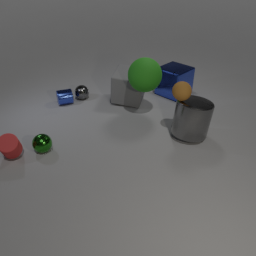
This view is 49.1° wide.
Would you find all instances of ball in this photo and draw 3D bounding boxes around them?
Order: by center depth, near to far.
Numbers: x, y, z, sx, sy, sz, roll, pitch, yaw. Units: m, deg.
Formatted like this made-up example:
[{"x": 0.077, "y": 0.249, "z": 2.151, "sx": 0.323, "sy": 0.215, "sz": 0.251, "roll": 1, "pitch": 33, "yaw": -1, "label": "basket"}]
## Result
[{"x": 1.940, "y": -1.328, "z": 10.085, "sx": 0.700, "sy": 0.700, "sz": 0.700, "roll": 0, "pitch": 32, "yaw": 0, "label": "ball"}, {"x": -3.094, "y": 0.551, "z": 10.096, "sx": 0.700, "sy": 0.700, "sz": 0.700, "roll": 0, "pitch": 32, "yaw": 0, "label": "ball"}, {"x": 0.690, "y": -2.168, "z": 11.453, "sx": 1.400, "sy": 1.400, "sz": 1.400, "roll": 0, "pitch": 32, "yaw": 0, "label": "ball"}, {"x": -2.257, "y": -1.748, "z": 13.695, "sx": 0.700, "sy": 0.700, "sz": 0.700, "roll": 0, "pitch": 32, "yaw": 0, "label": "ball"}]

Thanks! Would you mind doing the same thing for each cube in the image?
[{"x": 0.039, "y": -1.983, "z": 13.163, "sx": 1.400, "sy": 1.400, "sz": 1.400, "roll": 12, "pitch": 41, "yaw": 8, "label": "cube"}, {"x": 2.315, "y": -2.358, "z": 13.994, "sx": 1.400, "sy": 1.400, "sz": 1.400, "roll": 27, "pitch": 41, "yaw": 36, "label": "cube"}]

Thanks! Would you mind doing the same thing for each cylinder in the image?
[{"x": -4.067, "y": 0.628, "z": 9.651, "sx": 0.700, "sy": 0.700, "sz": 0.700, "roll": 3, "pitch": 66, "yaw": -6, "label": "cylinder"}, {"x": 2.446, "y": -0.375, "z": 10.710, "sx": 1.400, "sy": 1.400, "sz": 1.400, "roll": 6, "pitch": 27, "yaw": -3, "label": "cylinder"}, {"x": -2.997, "y": -1.474, "z": 13.262, "sx": 0.700, "sy": 0.700, "sz": 0.700, "roll": -12, "pitch": 34, "yaw": -18, "label": "cylinder"}]
